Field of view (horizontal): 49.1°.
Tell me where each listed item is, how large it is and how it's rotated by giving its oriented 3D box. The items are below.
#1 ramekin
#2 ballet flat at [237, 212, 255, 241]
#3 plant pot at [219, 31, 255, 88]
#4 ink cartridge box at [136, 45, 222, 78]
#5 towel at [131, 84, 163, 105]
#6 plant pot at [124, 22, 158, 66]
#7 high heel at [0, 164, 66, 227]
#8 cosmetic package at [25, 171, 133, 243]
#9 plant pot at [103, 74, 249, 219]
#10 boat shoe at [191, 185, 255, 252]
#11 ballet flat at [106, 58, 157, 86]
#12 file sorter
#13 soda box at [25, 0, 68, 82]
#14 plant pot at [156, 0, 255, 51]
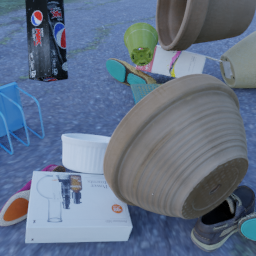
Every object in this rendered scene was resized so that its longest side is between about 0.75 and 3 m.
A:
[{"bbox_3d":[-0.828,0.578,6.560,1.481,0.722,1.481,7,4,0],"label":"ramekin"},{"bbox_3d":[2.821,1.872,5.359,1.654,0.561,0.623,5,11,-1],"label":"ballet flat"},{"bbox_3d":[5.030,-2.574,10.529,2.797,2.619,2.619,-18,35,0],"label":"plant pot"},{"bbox_3d":[1.851,-2.491,10.767,2.997,1.012,1.746,11,17,-1],"label":"ink cartridge box"},{"bbox_3d":[1.586,-0.861,9.427,2.843,0.308,2.085,-2,42,-6],"label":"towel"},{"bbox_3d":[0.298,-1.782,6.214,0.804,0.804,0.764,0,47,0],"label":"plant pot"},{"bbox_3d":[-2.112,1.457,6.142,1.721,0.580,0.827,-39,10,-32],"label":"high heel"},{"bbox_3d":[-0.965,1.508,5.493,1.858,0.480,1.401,6,34,-17],"label":"cosmetic package"},{"bbox_3d":[1.128,0.627,5.009,2.907,2.907,1.342,-18,46,-25],"label":"plant pot"},{"bbox_3d":[1.981,1.627,5.473,0.699,0.688,1.876,29,43,36],"label":"boat shoe"},{"bbox_3d":[0.124,-2.078,11.078,0.775,0.844,2.460,-20,47,-40],"label":"ballet flat"},{"bbox_3d":[-3.440,-0.028,7.337,1.291,1.460,2.104,29,43,31],"label":"file sorter"},{"bbox_3d":[-2.213,-2.468,7.649,0.818,2.313,0.732,-3,1,25],"label":"soda box"},{"bbox_3d":[2.436,-3.745,8.718,2.475,2.838,2.838,1,33,-14],"label":"plant pot"}]
